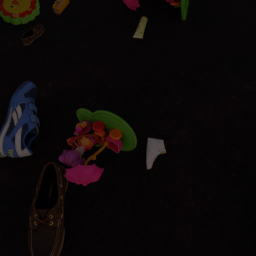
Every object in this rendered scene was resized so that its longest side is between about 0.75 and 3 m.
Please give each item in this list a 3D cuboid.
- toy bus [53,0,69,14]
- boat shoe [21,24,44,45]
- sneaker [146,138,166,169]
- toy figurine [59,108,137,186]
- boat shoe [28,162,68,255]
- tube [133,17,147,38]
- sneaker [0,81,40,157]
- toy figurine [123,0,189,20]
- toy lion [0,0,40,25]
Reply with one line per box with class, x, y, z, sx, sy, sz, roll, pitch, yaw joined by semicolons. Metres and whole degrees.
toy bus;-2.681;-5.046;11.312;0.373;0.310;0.952;24;67;11
boat shoe;-3.590;-3.582;10.575;0.377;0.377;1.072;27;66;15
sneaker;0.854;0.774;8.466;0.586;0.373;1.013;5;63;6
toy figurine;-1.126;0.602;7.717;2.093;1.571;1.926;26;56;18
boat shoe;-2.174;2.232;7.461;0.940;0.939;2.670;-1;65;-1
tube;0.510;-3.839;10.775;0.255;0.285;0.982;31;66;-29
sneaker;-3.157;-0.247;8.688;1.038;0.933;2.524;8;73;5
toy figurine;1.024;-5.514;10.878;2.678;2.184;2.910;7;42;13
toy lion;-4.488;-5.167;11.227;2.131;0.763;2.223;20;65;2
